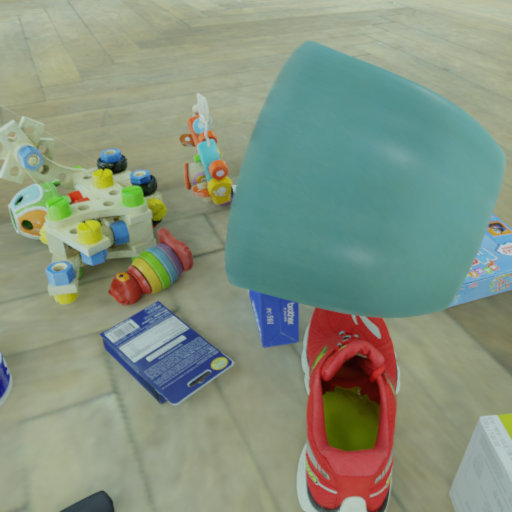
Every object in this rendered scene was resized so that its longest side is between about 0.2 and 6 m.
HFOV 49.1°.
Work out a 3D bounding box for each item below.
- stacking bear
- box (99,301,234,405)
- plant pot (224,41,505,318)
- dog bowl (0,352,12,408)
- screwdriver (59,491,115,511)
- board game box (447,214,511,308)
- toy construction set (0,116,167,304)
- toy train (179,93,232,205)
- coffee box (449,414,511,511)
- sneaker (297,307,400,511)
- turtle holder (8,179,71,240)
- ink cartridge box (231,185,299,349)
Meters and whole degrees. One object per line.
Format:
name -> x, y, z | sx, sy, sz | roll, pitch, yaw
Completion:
stacking bear -> -1.648, 0.270, 8.507 | 1.251, 0.711, 0.759 | -38, 54, -26
box -> -1.197, 1.307, 7.439 | 1.020, 0.273, 1.684 | -30, 45, -33
plant pot -> 1.253, -0.612, 6.073 | 2.251, 2.805, 2.805 | 20, 41, 13
dog bowl -> -3.708, 1.574, 6.922 | 1.207, 0.475, 1.207 | 0, 37, 0
screwdriver -> -2.549, 2.947, 5.117 | 2.636, 0.384, 0.368 | -21, 48, -30
board game box -> 3.235, -0.301, 9.410 | 1.953, 0.473, 2.582 | -12, 39, -16
toy construction set -> -2.964, -0.917, 9.410 | 2.435, 1.711, 3.713 | -24, 54, -29
toy train -> -1.033, -1.828, 9.980 | 0.745, 2.012, 2.679 | -19, 4, -3
coffee box -> 2.793, 2.363, 5.107 | 1.365, 1.380, 1.378 | -4, 37, -5
sneaker -> 1.159, 1.362, 6.420 | 1.274, 1.405, 3.309 | 3, 37, 4
turtle holder -> -3.756, -0.845, 9.647 | 0.914, 0.977, 1.287 | -18, 64, -27
ink cartridge box -> 0.101, 0.030, 8.358 | 0.562, 1.196, 2.543 | -8, 38, -7
